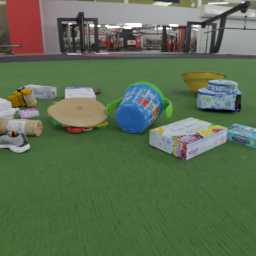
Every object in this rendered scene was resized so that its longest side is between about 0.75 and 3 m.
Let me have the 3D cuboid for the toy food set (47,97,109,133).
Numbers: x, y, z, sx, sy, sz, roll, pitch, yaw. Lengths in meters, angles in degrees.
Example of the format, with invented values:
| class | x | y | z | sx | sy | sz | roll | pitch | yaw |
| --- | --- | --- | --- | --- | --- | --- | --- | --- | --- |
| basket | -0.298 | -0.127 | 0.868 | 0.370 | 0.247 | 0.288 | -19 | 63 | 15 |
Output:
| class | x | y | z | sx | sy | sz | roll | pitch | yaw |
| --- | --- | --- | --- | --- | --- | --- | --- | --- | --- |
| toy food set | -1.903 | -0.544 | 10.912 | 2.276 | 0.554 | 2.253 | -8 | 33 | -25 |

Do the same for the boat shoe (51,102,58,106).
| class | x | y | z | sx | sy | sz | roll | pitch | yaw |
| --- | --- | --- | --- | --- | --- | --- | --- | --- | --- |
| boat shoe | -2.454 | -0.739 | 11.999 | 1.748 | 0.644 | 0.605 | 15 | 20 | 13 |

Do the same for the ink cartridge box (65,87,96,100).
| class | x | y | z | sx | sy | sz | roll | pitch | yaw |
| --- | --- | --- | --- | --- | --- | --- | --- | --- | --- |
| ink cartridge box | -2.555 | -1.692 | 14.800 | 1.500 | 0.528 | 2.514 | -3 | 23 | -11 |

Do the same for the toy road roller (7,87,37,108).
| class | x | y | z | sx | sy | sz | roll | pitch | yaw |
| --- | --- | --- | --- | --- | --- | --- | --- | --- | --- |
| toy road roller | -5.145 | -1.372 | 13.510 | 0.985 | 0.829 | 1.349 | -35 | 37 | -32 |

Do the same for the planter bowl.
| class | x | y | z | sx | sy | sz | roll | pitch | yaw |
| --- | --- | --- | --- | --- | --- | --- | --- | --- | --- |
| planter bowl | 4.174 | -2.421 | 15.676 | 2.457 | 1.023 | 2.457 | 5 | -1 | 0 |

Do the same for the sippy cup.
| class | x | y | z | sx | sy | sz | roll | pitch | yaw |
| --- | --- | --- | --- | --- | --- | --- | --- | --- | --- |
| sippy cup | 0.369 | -0.661 | 10.420 | 2.215 | 1.740 | 1.624 | -35 | 11 | 35 |

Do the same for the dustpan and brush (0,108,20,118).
| class | x | y | z | sx | sy | sz | roll | pitch | yaw |
| --- | --- | --- | --- | --- | --- | --- | --- | --- | --- |
| dustpan and brush | -4.822 | -0.144 | 9.460 | 1.816 | 0.745 | 2.602 | -8 | 6 | 43 |

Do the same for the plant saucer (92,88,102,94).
| class | x | y | z | sx | sy | sz | roll | pitch | yaw |
| --- | --- | --- | --- | --- | --- | --- | --- | --- | --- |
| plant saucer | -2.114 | -2.161 | 16.618 | 1.154 | 0.199 | 1.154 | 1 | 19 | 0 |

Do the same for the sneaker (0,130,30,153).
| class | x | y | z | sx | sy | sz | roll | pitch | yaw |
| --- | --- | --- | --- | --- | --- | --- | --- | --- | --- |
| sneaker | -3.802 | 0.325 | 8.854 | 1.624 | 0.644 | 0.600 | 7 | 22 | 22 |

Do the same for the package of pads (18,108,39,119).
| class | x | y | z | sx | sy | sz | roll | pitch | yaw |
| --- | --- | --- | --- | --- | --- | --- | --- | --- | --- |
| package of pads | -4.267 | -0.619 | 12.053 | 0.790 | 0.299 | 0.476 | -11 | 25 | -29 |

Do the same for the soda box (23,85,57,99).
| class | x | y | z | sx | sy | sz | roll | pitch | yaw |
| --- | --- | --- | --- | --- | --- | --- | --- | --- | --- |
| soda box | -4.895 | -2.011 | 15.566 | 1.880 | 0.596 | 0.642 | 8 | 21 | 23 |

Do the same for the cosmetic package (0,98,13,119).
| class | x | y | z | sx | sy | sz | roll | pitch | yaw |
| --- | --- | --- | --- | --- | --- | --- | --- | --- | --- |
| cosmetic package | -5.899 | -0.442 | 10.572 | 1.324 | 0.930 | 2.611 | 18 | 26 | 42 |

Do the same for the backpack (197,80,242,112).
| class | x | y | z | sx | sy | sz | roll | pitch | yaw |
| --- | --- | --- | --- | --- | --- | --- | --- | --- | --- |
| backpack | 4.202 | -1.532 | 13.027 | 1.895 | 1.392 | 1.734 | 1 | 15 | 16 |

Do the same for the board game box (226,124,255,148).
| class | x | y | z | sx | sy | sz | roll | pitch | yaw |
| --- | --- | --- | --- | --- | --- | --- | --- | --- | --- |
| board game box | 4.028 | 0.254 | 9.526 | 1.008 | 0.313 | 1.336 | -18 | 26 | -40 |

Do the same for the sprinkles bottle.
| class | x | y | z | sx | sy | sz | roll | pitch | yaw |
| --- | --- | --- | --- | --- | --- | --- | --- | --- | --- |
| sprinkles bottle | -3.947 | -0.036 | 9.973 | 1.690 | 0.577 | 0.577 | 4 | 20 | 9 |

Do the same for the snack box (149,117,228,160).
| class | x | y | z | sx | sy | sz | roll | pitch | yaw |
| --- | --- | --- | --- | --- | --- | --- | --- | --- | --- |
| snack box | 1.969 | 0.269 | 9.096 | 2.143 | 0.568 | 1.524 | -16 | 25 | -38 |
